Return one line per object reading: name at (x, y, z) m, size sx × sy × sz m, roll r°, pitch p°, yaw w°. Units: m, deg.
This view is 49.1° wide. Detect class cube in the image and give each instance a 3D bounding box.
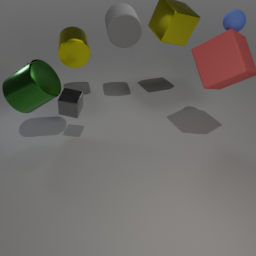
cube at (-2.002, -0.875, 9.829) m, size 0.700 × 0.700 × 0.700 m, roll 12°, pitch 47°, yaw 2°
cube at (1.961, -4.603, 12.161) m, size 1.400 × 1.400 × 1.400 m, roll -1°, pitch 46°, yaw -31°
cube at (3.164, -2.161, 9.159) m, size 1.400 × 1.400 × 1.400 m, roll -21°, pitch -8°, yaw 38°

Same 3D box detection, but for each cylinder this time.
cylinder at (-3.266, -1.405, 9.588) m, size 1.400 × 1.400 × 1.400 m, roll -25°, pitch 22°, yaw 24°
cylinder at (-0.214, -4.285, 11.682) m, size 1.400 × 1.400 × 1.400 m, roll -4°, pitch 41°, yaw -7°
cylinder at (-2.457, -3.659, 12.691) m, size 1.400 × 1.400 × 1.400 m, roll -6°, pitch 42°, yaw -9°

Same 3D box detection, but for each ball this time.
ball at (3.382, -3.399, 8.910) m, size 0.700 × 0.700 × 0.700 m, roll 0°, pitch 31°, yaw 0°
